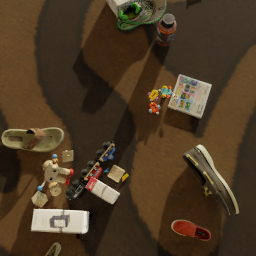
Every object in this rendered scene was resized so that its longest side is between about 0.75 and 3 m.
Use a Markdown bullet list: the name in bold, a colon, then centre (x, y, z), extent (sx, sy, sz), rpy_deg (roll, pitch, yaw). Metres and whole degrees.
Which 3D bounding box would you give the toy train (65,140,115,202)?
- **toy train**: centre (-1.389, 1.690, 11.134), extent (0.656, 0.489, 2.865), rpy_deg (36, 76, 8)

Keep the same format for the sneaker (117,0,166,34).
- **sneaker**: centre (0.701, -5.371, 12.976), extent (2.630, 1.120, 1.026), rpy_deg (-33, 76, -10)

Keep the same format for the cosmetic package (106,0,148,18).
- **cosmetic package**: centre (0.294, -6.480, 13.424), extent (2.515, 0.931, 1.279), rpy_deg (-29, 75, -10)

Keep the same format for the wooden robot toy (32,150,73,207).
- **wooden robot toy**: centre (-2.929, 1.781, 10.964), extent (1.093, 1.126, 2.481), rpy_deg (24, 94, -35)

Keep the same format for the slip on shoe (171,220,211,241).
- **slip on shoe**: centre (2.383, 3.835, 10.489), extent (1.515, 0.463, 0.561), rpy_deg (17, 75, 7)

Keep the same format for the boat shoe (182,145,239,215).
- **boat shoe**: centre (3.133, 2.075, 10.773), extent (0.871, 1.031, 2.893), rpy_deg (-25, 67, -6)

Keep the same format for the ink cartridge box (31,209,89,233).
- **ink cartridge box**: centre (-2.389, 3.378, 10.183), extent (1.792, 1.297, 0.756), rpy_deg (3, 73, 1)

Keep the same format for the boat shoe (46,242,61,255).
- **boat shoe**: centre (-2.902, 4.819, 10.159), extent (0.473, 0.502, 1.319), rpy_deg (20, 74, 6)

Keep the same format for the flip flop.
- **flip flop**: centre (-3.915, 0.400, 11.390), extent (2.592, 0.746, 1.051), rpy_deg (3, 73, 1)

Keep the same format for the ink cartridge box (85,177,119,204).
- **ink cartridge box**: centre (-0.958, 2.409, 10.709), extent (1.179, 0.865, 0.489), rpy_deg (30, 77, 9)

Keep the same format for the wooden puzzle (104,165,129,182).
- **wooden puzzle**: centre (-0.469, 1.845, 11.296), extent (0.882, 0.103, 0.595), rpy_deg (36, 72, 10)

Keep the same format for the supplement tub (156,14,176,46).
- **supplement tub**: centre (1.717, -4.379, 12.479), extent (0.791, 1.478, 0.791), rpy_deg (0, 74, -1)

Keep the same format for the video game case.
- **video game case**: centre (2.706, -1.398, 12.240), extent (1.487, 0.194, 1.634), rpy_deg (20, 75, 6)

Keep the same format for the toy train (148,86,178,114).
- **toy train**: centre (1.408, -1.201, 12.101), extent (1.376, 0.383, 1.034), rpy_deg (-29, 76, -5)
